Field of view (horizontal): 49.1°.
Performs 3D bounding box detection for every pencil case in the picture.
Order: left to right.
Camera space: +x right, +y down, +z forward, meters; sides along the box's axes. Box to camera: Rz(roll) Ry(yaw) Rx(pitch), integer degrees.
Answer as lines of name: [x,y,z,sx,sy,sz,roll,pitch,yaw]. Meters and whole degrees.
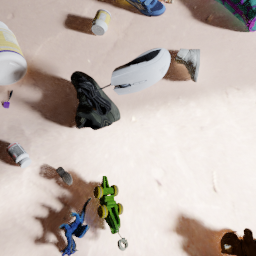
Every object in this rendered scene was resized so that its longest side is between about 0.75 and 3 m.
pencil case: [4.796,-5.337,12.029,1.187,1.093,2.568,-25,65,-25]

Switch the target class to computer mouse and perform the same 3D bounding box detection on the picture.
computer mouse: [0.049,-1.450,8.441,2.959,1.622,0.649,-28,49,-1]

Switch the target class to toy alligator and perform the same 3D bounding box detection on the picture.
toy alligator: [-0.544,2.526,8.320,0.740,0.536,2.231,4,57,-34]

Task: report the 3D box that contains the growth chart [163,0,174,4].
growth chart: [0.953,-6.525,13.129,2.380,0.211,1.723,4,63,2]

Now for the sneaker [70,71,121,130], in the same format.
sneaker: [-1.540,-0.923,9.841,1.446,0.965,2.524,-33,73,-22]

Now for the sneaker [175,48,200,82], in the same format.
sneaker: [2.281,-2.446,10.866,0.974,0.621,1.685,7,54,5]

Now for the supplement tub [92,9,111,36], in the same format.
supplement tub: [-1.129,-4.443,11.796,0.684,0.684,0.941,12,64,6]

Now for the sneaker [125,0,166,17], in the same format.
sneaker: [0.665,-5.668,12.218,2.204,0.907,0.815,32,75,6]

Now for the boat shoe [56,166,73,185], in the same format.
boat shoe: [-1.989,1.544,8.891,0.300,0.284,0.792,-32,52,-20]

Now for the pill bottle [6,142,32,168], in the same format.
pill bottle: [-3.566,0.898,9.187,0.480,0.480,0.828,-40,69,-18]

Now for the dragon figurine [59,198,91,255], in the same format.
dragon figurine: [-1.420,2.900,8.159,0.831,0.492,1.671,37,69,17]

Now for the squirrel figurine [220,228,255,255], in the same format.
squirrel figurine: [3.224,3.474,7.626,1.338,1.014,1.433,4,60,10]

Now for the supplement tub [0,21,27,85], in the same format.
supplement tub: [-4.828,-2.832,10.486,1.551,1.551,2.133,-24,65,-12]

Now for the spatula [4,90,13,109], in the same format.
spatula: [-4.428,-1.087,10.425,0.224,0.081,0.792,7,63,3]
